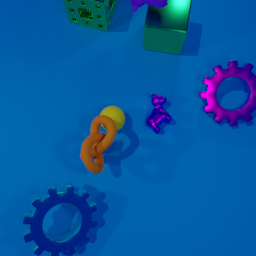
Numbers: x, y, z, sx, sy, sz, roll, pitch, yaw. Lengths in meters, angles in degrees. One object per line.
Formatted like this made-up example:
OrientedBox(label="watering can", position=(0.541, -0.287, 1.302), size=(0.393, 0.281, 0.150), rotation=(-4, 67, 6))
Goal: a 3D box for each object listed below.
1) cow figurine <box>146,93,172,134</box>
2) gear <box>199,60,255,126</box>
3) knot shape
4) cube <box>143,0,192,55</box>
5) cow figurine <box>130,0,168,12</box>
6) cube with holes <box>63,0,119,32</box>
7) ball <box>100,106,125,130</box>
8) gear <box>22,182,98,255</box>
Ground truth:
OrientedBox(label="cow figurine", position=(0.833, -0.466, 8.278), size=(1.019, 0.559, 1.002), rotation=(-43, 81, -7))
OrientedBox(label="gear", position=(3.020, -0.992, 8.099), size=(1.826, 0.338, 1.826), rotation=(1, 100, 6))
OrientedBox(label="knot shape", position=(-0.826, 0.491, 7.501), size=(0.704, 1.426, 1.524), rotation=(20, 70, -4))
OrientedBox(label="cube", position=(1.187, -3.218, 8.690), size=(1.251, 1.251, 1.251), rotation=(10, 75, 3))
OrientedBox(label="cow figurine", position=(0.602, -3.629, 7.873), size=(1.089, 1.072, 0.598), rotation=(24, 67, -3))
OrientedBox(label="cube with holes", position=(-1.150, -4.193, 8.952), size=(1.348, 1.348, 1.348), rotation=(15, 74, 4))
OrientedBox(label="ball", position=(-0.454, -0.265, 8.081), size=(0.736, 0.736, 0.736), rotation=(0, 73, 0))
OrientedBox(label="gear", position=(-1.673, 2.308, 7.021), size=(1.836, 0.339, 1.836), rotation=(-2, 95, -26))
